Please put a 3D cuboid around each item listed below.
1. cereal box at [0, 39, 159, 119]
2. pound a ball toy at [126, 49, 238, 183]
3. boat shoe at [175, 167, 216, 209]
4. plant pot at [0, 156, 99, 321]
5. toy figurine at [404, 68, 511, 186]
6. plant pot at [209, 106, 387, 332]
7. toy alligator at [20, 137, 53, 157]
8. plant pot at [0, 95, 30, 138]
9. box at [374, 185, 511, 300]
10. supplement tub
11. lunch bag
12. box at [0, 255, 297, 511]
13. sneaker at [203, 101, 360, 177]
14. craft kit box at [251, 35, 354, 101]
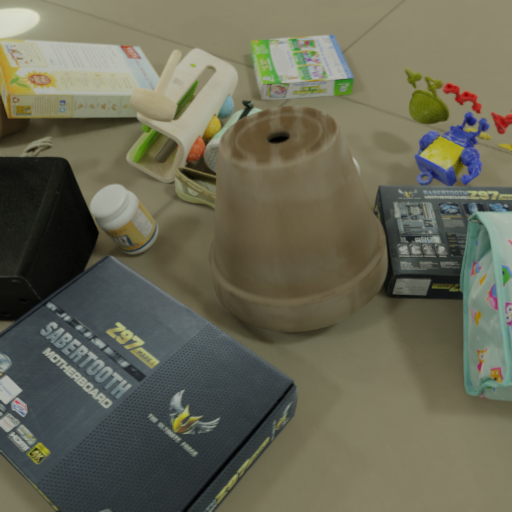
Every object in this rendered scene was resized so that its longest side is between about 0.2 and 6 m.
[{"bbox_3d":[-3.719,-3.759,11.891,3.233,0.639,2.326,-7,46,-28],"label":"cereal box"},{"bbox_3d":[-1.254,-2.779,10.544,1.319,2.025,3.106,28,49,-3],"label":"pound a ball toy"},{"bbox_3d":[-0.642,-1.193,10.061,1.707,0.537,0.623,16,49,11],"label":"boat shoe"},{"bbox_3d":[-3.657,-0.118,8.263,2.034,2.029,1.804,-1,59,-1],"label":"plant pot"},{"bbox_3d":[3.216,-2.026,9.928,1.563,1.376,2.609,-51,51,3],"label":"toy figurine"},{"bbox_3d":[0.464,-0.696,8.062,2.754,2.390,2.754,-8,40,7],"label":"plant pot"},{"bbox_3d":[-4.972,-0.833,9.503,3.842,1.139,1.042,-32,96,-27],"label":"toy alligator"},{"bbox_3d":[-5.191,-2.858,11.438,1.058,1.058,0.923,38,39,29],"label":"plant pot"},{"bbox_3d":[3.354,-0.262,9.134,2.626,0.670,2.071,1,48,2],"label":"box"},{"bbox_3d":[-2.129,-0.587,9.064,0.747,1.032,0.747,-12,53,16],"label":"supplement tub"},{"bbox_3d":[3.946,0.610,7.424,2.187,1.565,2.567,3,68,3],"label":"lunch bag"},{"bbox_3d":[-1.685,1.794,7.070,3.540,0.903,2.791,32,54,25],"label":"box"},{"bbox_3d":[0.620,-2.163,10.632,2.882,1.060,1.700,12,47,10],"label":"sneaker"},{"bbox_3d":[1.019,-4.455,13.166,2.086,0.512,2.112,-3,47,-6],"label":"craft kit box"}]
